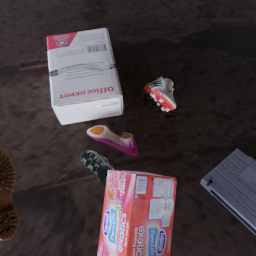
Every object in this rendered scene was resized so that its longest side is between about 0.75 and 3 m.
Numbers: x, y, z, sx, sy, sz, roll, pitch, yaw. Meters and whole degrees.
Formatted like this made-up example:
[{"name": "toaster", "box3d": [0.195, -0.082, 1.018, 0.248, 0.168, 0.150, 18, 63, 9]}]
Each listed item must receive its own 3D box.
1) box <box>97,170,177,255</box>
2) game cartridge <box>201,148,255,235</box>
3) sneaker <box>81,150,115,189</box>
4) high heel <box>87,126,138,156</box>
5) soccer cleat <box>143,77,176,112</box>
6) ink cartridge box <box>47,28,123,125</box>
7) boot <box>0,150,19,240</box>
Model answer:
[{"name": "box", "box3d": [0.162, 1.904, 5.398, 1.069, 0.986, 2.082, 10, 82, -34]}, {"name": "game cartridge", "box3d": [2.783, 1.479, 6.066, 1.324, 0.392, 2.043, -32, 57, -22]}, {"name": "sneaker", "box3d": [-0.511, 1.000, 6.663, 0.481, 0.575, 1.298, -47, 75, 16]}, {"name": "high heel", "box3d": [-0.408, 0.344, 7.195, 1.402, 0.672, 0.472, 6, 44, 24]}, {"name": "soccer cleat", "box3d": [0.927, -0.946, 7.220, 0.717, 0.578, 1.683, -38, 24, 2]}, {"name": "ink cartridge box", "box3d": [-1.187, -1.432, 7.660, 1.731, 1.008, 2.391, -10, 63, -5]}, {"name": "boot", "box3d": [-2.932, 1.395, 5.958, 0.995, 0.696, 1.856, -8, 85, 35]}]
